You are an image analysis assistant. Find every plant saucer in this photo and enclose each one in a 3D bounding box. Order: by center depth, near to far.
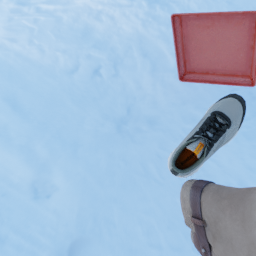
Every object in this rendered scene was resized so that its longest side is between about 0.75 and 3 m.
[{"bbox_3d":[1.880,-1.699,5.969,1.753,1.756,0.322,9,50,25],"label":"plant saucer"}]

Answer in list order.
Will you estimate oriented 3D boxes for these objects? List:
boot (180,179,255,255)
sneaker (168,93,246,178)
[{"bbox_3d":[1.400,1.103,3.633,0.908,2.585,1.890,-12,18,-24],"label":"boot"},{"bbox_3d":[1.255,0.161,4.382,0.609,0.654,1.649,41,96,12],"label":"sneaker"}]
